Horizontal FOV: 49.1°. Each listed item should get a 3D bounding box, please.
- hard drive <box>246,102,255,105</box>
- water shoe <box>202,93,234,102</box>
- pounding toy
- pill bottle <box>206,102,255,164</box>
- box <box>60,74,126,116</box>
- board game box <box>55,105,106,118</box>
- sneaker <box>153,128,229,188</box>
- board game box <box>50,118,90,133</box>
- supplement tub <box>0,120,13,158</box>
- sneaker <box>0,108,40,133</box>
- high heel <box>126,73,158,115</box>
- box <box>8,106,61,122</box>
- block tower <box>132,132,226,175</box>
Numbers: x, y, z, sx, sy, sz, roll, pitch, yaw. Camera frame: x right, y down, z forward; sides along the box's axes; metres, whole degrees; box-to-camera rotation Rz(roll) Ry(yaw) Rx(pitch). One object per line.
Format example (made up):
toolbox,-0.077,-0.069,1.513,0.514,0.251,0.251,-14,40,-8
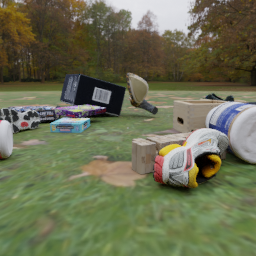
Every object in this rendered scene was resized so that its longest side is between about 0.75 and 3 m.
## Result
hard drive,7.914,-1.312,16.887,2.094,0.443,1.412,-6,11,-30
water shoe,4.481,-1.384,15.381,2.752,1.086,0.984,7,12,34
pounding toy,2.768,-0.358,9.261,2.414,1.105,2.121,-2,10,-9
pill bottle,2.678,0.003,6.802,1.225,1.225,2.207,-1,9,-3
box,-1.822,-1.688,14.187,2.498,1.548,2.455,12,2,-28
board game box,-1.933,-0.717,11.636,1.153,0.310,1.920,17,18,32
sneaker,1.354,0.587,5.072,0.847,0.803,2.063,14,26,40
board game box,-2.058,-0.118,10.188,1.065,0.331,1.411,1,10,5
supplement tub,-3.293,0.273,6.270,1.231,0.864,0.864,-2,10,-12
sneaker,-4.065,-0.151,9.704,0.910,0.879,2.181,-12,-5,25
high heel,0.179,-1.783,13.266,1.962,0.983,2.752,34,-12,45
box,-4.295,-0.641,12.523,2.372,0.594,2.390,-1,9,-9
block tower,1.081,0.459,5.948,2.186,0.632,0.590,-4,11,-28
